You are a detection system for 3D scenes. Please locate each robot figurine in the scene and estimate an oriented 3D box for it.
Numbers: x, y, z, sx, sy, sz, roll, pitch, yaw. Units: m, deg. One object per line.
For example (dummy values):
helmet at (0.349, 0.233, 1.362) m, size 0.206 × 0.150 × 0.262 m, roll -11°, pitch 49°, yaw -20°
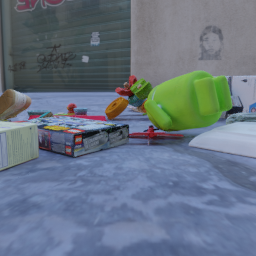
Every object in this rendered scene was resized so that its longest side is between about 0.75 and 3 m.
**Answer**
robot figurine at (1.619, -0.718, 8.161) m, size 2.358 × 1.555 × 2.688 m, roll -16°, pitch 3°, yaw -36°

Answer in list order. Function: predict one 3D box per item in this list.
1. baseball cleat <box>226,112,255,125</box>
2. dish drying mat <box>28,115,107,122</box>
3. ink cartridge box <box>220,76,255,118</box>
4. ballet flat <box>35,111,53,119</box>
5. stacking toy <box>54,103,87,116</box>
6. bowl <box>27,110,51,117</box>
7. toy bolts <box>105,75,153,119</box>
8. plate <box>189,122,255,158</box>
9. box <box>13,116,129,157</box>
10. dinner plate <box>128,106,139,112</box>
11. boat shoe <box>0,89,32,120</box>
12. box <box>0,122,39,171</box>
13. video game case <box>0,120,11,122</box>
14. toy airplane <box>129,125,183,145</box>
baseball cleat at (4.502, -0.268, 9.384) m, size 2.266 × 0.790 × 1.206 m, roll 6°, pitch 10°, yaw 23°
dish drying mat at (-2.261, -0.228, 10.581) m, size 2.890 × 0.263 × 1.110 m, roll 0°, pitch 18°, yaw -10°
ink cartridge box at (4.975, -1.375, 12.627) m, size 2.633 × 1.910 × 1.102 m, roll 9°, pitch 13°, yaw 44°
ballet flat at (-2.839, -0.104, 8.960) m, size 0.513 × 0.547 × 1.512 m, roll -22°, pitch 8°, yaw 23°
stacking toy at (-2.713, -0.819, 13.239) m, size 1.355 × 0.632 × 1.497 m, roll -8°, pitch 12°, yaw -42°
bowl at (-3.629, -0.465, 11.475) m, size 0.951 × 0.498 × 0.951 m, roll 0°, pitch 10°, yaw 0°
toy bolts at (0.387, -1.034, 13.288) m, size 2.639 × 1.916 × 2.763 m, roll -39°, pitch 23°, yaw 5°
plate at (3.566, 0.242, 7.227) m, size 2.941 × 0.475 × 2.935 m, roll 9°, pitch 12°, yaw 43°
box at (-1.656, 0.118, 7.634) m, size 2.838 × 0.566 × 1.943 m, roll 8°, pitch 13°, yaw 38°
dinner plate at (1.125, -1.145, 16.361) m, size 2.324 × 0.282 × 2.324 m, roll 1°, pitch 10°, yaw 0°
boat shoe at (-4.843, -0.761, 11.272) m, size 0.987 × 1.052 × 2.853 m, roll 11°, pitch -16°, yaw -44°
box at (-2.865, 0.350, 5.614) m, size 1.392 × 0.765 × 1.583 m, roll 4°, pitch 9°, yaw 22°
video game case at (-5.414, -0.091, 10.034) m, size 1.772 × 0.226 × 1.601 m, roll 0°, pitch 9°, yaw 5°
toy airplane at (0.614, 0.151, 8.054) m, size 1.948 × 0.358 × 1.948 m, roll -1°, pitch 7°, yaw 0°
